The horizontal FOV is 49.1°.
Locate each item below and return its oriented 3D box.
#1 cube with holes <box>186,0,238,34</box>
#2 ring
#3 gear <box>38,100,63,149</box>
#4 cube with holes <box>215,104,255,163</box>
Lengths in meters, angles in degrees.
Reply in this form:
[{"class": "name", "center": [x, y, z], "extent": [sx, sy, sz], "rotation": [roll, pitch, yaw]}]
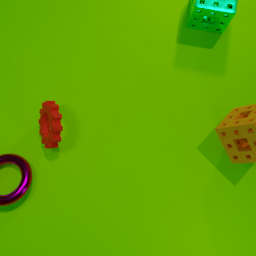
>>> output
[{"class": "cube with holes", "center": [2.661, -3.938, 8.871], "extent": [1.230, 1.230, 1.230], "rotation": [10, 81, 2]}, {"class": "ring", "center": [-3.566, 1.478, 8.142], "extent": [1.555, 0.311, 1.555], "rotation": [0, 65, 1]}, {"class": "gear", "center": [-2.261, -0.095, 8.109], "extent": [0.254, 1.375, 1.375], "rotation": [-3, 78, -34]}, {"class": "cube with holes", "center": [3.422, 0.138, 7.765], "extent": [1.186, 1.186, 1.186], "rotation": [-40, 106, -33]}]
